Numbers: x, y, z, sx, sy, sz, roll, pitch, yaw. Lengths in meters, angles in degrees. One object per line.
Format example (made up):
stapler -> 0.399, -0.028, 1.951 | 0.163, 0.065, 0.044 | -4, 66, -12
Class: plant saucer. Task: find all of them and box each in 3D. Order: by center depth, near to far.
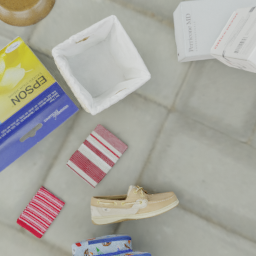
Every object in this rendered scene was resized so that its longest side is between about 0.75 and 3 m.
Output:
plant saucer -> -3.340, -4.237, 8.697 | 2.138, 0.378, 2.138 | 0, 82, 0

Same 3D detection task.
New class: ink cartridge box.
ink cartridge box -> 2.929, -2.087, 6.591 | 0.754, 1.822, 1.335 | 26, 103, -18
ink cartridge box -> -3.332, -0.708, 7.724 | 2.875, 0.684, 2.909 | -40, 66, -6

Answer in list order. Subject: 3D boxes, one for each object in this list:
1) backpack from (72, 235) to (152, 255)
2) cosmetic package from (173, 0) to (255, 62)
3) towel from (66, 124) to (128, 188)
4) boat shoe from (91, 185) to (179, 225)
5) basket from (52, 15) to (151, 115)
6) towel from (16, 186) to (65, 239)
backpack -> -0.437, 3.545, 6.836 | 2.169, 2.277, 1.754 | 1, 69, -3
cosmetic package -> 2.919, -2.845, 7.996 | 2.988, 1.065, 1.515 | -7, 96, -1
towel -> -0.895, 0.795, 8.097 | 1.110, 0.175, 1.541 | 39, 85, 3
boat shoe -> 0.139, 1.971, 7.557 | 2.411, 0.889, 0.834 | -12, 88, -1
basket -> -0.777, -1.578, 7.421 | 1.865, 1.513, 1.881 | -35, 103, -12
towel -> -2.459, 2.376, 7.884 | 0.871, 0.135, 1.205 | 34, 83, 4
